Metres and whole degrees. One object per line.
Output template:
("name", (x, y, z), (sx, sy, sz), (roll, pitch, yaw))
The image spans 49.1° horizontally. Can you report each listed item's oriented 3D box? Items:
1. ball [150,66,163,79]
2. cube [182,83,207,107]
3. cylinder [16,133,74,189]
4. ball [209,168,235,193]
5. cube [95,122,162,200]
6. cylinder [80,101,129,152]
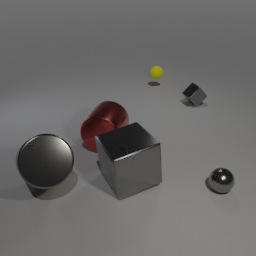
("ball", (1.532, -2.963, 15.010), (0.700, 0.700, 0.700), (0, 29, 0))
("cube", (3.102, -1.552, 13.053), (0.700, 0.700, 0.700), (-46, 33, 7))
("cylinder", (-2.308, 0.892, 7.677), (1.400, 1.400, 1.400), (-14, 0, -23))
("ball", (2.632, 1.465, 7.866), (0.700, 0.700, 0.700), (0, 29, 0))
("cube", (0.019, 0.891, 8.035), (1.400, 1.400, 1.400), (-19, 33, -19))
("cylinder", (-0.787, -0.057, 9.882), (1.400, 1.400, 1.400), (6, 29, 12))
